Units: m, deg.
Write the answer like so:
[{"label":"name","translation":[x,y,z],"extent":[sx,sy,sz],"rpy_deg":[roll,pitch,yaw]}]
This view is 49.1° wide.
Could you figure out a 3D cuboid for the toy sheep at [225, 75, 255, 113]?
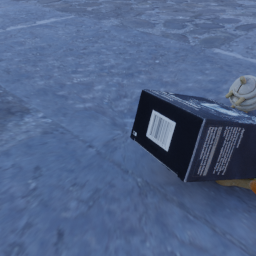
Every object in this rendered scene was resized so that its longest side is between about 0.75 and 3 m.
[{"label":"toy sheep","translation":[3.039,-0.875,7.208],"extent":[0.958,1.390,0.958],"rpy_deg":[-12,63,23]}]

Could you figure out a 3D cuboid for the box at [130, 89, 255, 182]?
[{"label":"box","translation":[1.317,0.077,5.200],"extent":[1.840,1.081,1.810],"rpy_deg":[4,19,-31]}]

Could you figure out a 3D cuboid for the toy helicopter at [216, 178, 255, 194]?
[{"label":"toy helicopter","translation":[2.465,1.081,4.970],"extent":[1.918,0.757,1.268],"rpy_deg":[9,31,34]}]
